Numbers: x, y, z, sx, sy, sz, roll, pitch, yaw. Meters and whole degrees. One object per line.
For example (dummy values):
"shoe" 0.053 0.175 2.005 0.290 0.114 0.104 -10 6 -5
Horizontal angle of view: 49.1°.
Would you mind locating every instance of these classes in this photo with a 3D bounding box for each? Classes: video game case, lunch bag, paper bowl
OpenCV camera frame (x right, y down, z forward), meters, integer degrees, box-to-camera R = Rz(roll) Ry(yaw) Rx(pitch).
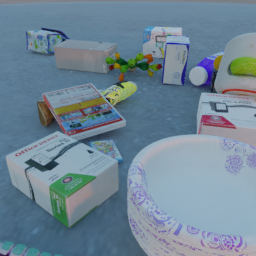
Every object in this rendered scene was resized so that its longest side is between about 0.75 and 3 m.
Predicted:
"video game case" -0.526 0.554 6.572 0.589 0.073 0.823 -6 35 -20
"lunch bag" -4.289 -4.787 15.359 1.654 1.239 1.945 17 24 25
"video game case" -1.277 -0.530 7.809 1.586 0.193 2.218 -17 43 -26
"paper bowl" 1.232 1.217 4.331 2.490 1.295 2.490 -1 29 1

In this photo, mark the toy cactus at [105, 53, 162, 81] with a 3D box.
"toy cactus" 0.219 -2.581 11.766 2.261 1.156 1.865 -3 10 0

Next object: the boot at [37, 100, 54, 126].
"boot" -2.083 -0.583 8.369 1.158 0.552 1.497 -9 31 -18

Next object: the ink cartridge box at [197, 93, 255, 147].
"ink cartridge box" 2.583 -0.163 7.291 1.465 0.841 2.017 6 30 11

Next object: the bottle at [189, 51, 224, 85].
"bottle" 3.511 -2.398 11.230 1.198 0.936 2.868 25 38 38

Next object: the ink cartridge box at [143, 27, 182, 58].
"ink cartridge box" 1.793 -4.435 14.488 1.822 1.337 1.331 7 29 13

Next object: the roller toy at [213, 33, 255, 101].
"roller toy" 3.883 -1.674 8.253 2.309 1.768 2.531 17 -3 -4

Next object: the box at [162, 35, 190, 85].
"box" 1.885 -2.747 11.191 0.902 1.581 1.720 6 29 6

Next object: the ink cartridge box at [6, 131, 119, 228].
"ink cartridge box" -1.281 0.879 5.490 1.826 0.758 1.338 21 35 33

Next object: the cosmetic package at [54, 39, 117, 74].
"cosmetic package" -1.877 -3.255 12.629 2.542 1.146 1.358 11 34 14

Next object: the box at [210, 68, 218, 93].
"box" 3.494 -1.722 10.149 0.888 0.808 0.462 3 29 7

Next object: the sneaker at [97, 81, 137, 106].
"sneaker" -0.458 -0.997 9.120 1.803 0.680 0.689 -23 42 -18

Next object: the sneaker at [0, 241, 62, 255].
"sneaker" -1.336 2.036 3.447 2.128 0.792 0.931 4 34 6
